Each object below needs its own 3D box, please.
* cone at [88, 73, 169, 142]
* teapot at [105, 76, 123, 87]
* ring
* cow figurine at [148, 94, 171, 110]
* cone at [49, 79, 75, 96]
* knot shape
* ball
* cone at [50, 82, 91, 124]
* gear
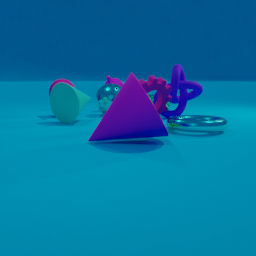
[{"bbox_3d":[-0.202,-0.116,6.288,1.627,1.621,1.621,-31,10,3],"label":"cone"},{"bbox_3d":[-0.589,-1.613,11.998,0.879,1.414,0.692,-16,31,16],"label":"teapot"},{"bbox_3d":[1.909,-0.135,7.833,1.673,0.335,1.673,0,8,0],"label":"ring"},{"bbox_3d":[1.064,-1.117,12.058,1.522,0.835,1.498,3,11,1],"label":"cow figurine"},{"bbox_3d":[-2.505,-1.250,10.180,1.035,1.035,1.039,0,10,1],"label":"cone"},{"bbox_3d":[1.753,-1.374,9.870,1.868,1.748,0.863,-28,41,-19],"label":"knot shape"},{"bbox_3d":[-0.630,-1.086,10.710,1.230,1.230,1.230,0,10,0],"label":"ball"},{"bbox_3d":[-1.662,-0.913,9.332,1.305,1.305,1.310,7,16,33],"label":"cone"},{"bbox_3d":[0.638,-0.808,8.165,1.397,1.397,0.258,-6,33,-30],"label":"gear"}]
